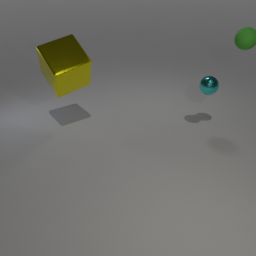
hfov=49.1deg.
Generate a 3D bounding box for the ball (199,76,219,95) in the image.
[{"bbox_3d":[2.975,-1.560,10.283,0.700,0.700,0.700,0,29,0],"label":"ball"}]

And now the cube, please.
[{"bbox_3d":[-2.276,-2.221,10.112,1.400,1.400,1.400,-28,71,-21],"label":"cube"}]

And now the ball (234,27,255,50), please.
[{"bbox_3d":[3.724,-2.818,8.823,0.700,0.700,0.700,0,29,0],"label":"ball"}]
